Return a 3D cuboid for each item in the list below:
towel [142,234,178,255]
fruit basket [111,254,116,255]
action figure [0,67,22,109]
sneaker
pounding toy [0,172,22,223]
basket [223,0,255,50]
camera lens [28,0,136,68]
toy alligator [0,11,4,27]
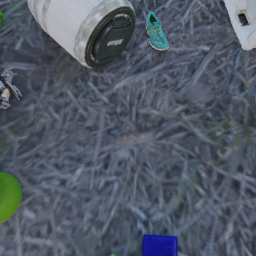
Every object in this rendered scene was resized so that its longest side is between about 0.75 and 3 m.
[{"bbox_3d":[0.775,3.193,6.691,0.887,0.298,1.202,3,67,0],"label":"towel"},{"bbox_3d":[0.154,3.678,5.661,2.442,1.761,2.442,-3,75,13],"label":"fruit basket"},{"bbox_3d":[-4.352,-0.905,8.104,1.773,0.945,2.725,36,68,20],"label":"action figure"},{"bbox_3d":[0.916,-3.177,9.227,0.564,0.579,1.455,-19,69,-7],"label":"sneaker"},{"bbox_3d":[-3.675,1.742,7.022,1.756,0.815,1.355,-14,68,-6],"label":"pounding toy"},{"bbox_3d":[4.577,-4.215,8.628,2.028,2.522,2.499,-8,68,-5],"label":"basket"},{"bbox_3d":[-1.334,-3.347,8.396,2.221,2.221,2.776,-43,74,-16],"label":"camera lens"},{"bbox_3d":[-4.540,-3.757,9.494,0.611,0.668,2.253,31,62,-32],"label":"toy alligator"}]
